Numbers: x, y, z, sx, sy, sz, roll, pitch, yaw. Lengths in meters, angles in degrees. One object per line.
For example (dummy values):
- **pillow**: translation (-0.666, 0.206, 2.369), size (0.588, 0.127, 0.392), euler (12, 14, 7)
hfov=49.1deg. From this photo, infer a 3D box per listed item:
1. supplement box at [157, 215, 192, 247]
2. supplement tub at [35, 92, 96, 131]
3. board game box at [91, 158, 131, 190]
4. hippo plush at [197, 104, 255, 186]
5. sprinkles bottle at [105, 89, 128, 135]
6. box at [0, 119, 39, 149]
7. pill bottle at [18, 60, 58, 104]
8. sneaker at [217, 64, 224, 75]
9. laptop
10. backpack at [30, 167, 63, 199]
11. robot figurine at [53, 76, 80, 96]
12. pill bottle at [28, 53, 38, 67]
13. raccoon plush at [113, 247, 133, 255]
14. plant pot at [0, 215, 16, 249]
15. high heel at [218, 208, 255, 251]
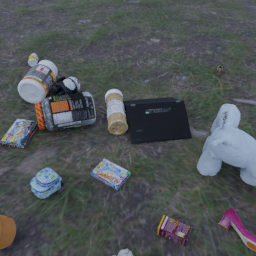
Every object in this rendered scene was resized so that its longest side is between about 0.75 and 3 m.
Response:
- **supplement box**: translation (1.299, 2.864, 7.830), size (0.854, 0.366, 0.471), euler (18, 43, 20)
- **supplement tub**: translation (-2.493, -0.647, 11.177), size (2.204, 1.350, 1.350), euler (-10, 41, -15)
- **board game box**: translation (-0.589, 1.558, 9.516), size (1.145, 0.197, 0.775), euler (23, 45, 25)
- **hippo plush**: translation (3.800, 0.577, 8.881), size (2.390, 2.973, 2.368), euler (22, 66, 12)
- **sprinkles bottle**: translation (-0.511, -0.716, 11.736), size (0.792, 0.792, 2.320), euler (-4, 40, -5)
- **box**: translation (-4.231, 0.201, 11.079), size (0.956, 0.264, 1.399), euler (7, 40, 8)
- **pill bottle**: translation (-4.160, -2.241, 13.204), size (1.270, 1.270, 2.183), euler (6, 41, 7)
- **sneaker**: translation (5.006, -3.260, 15.089), size (0.383, 0.410, 1.086), euler (11, 42, 12)
- **laptop**: translation (1.127, -0.437, 11.959), size (2.418, 1.497, 2.583), euler (-5, 69, -6)
- **backpack**: translation (-2.641, 1.730, 8.933), size (0.799, 0.642, 0.873), euler (32, 49, 27)
- **robot figurine**: translation (-2.848, -1.884, 13.121), size (0.821, 0.988, 1.315), euler (9, 36, 41)
- **pill bottle**: translation (-5.307, -3.833, 15.705), size (0.495, 0.495, 0.879), euler (-6, 41, -7)
- **raccoon plush**: translation (0.086, 3.967, 5.934), size (1.820, 1.314, 2.717), euler (-4, 40, 7)
- **plant pot**: translation (-3.512, 2.764, 7.410), size (1.096, 0.767, 1.096), euler (-13, 67, 33)
- **high heel**: translation (3.323, 2.834, 7.779), size (0.716, 0.503, 1.494), euler (-40, 41, -25)
